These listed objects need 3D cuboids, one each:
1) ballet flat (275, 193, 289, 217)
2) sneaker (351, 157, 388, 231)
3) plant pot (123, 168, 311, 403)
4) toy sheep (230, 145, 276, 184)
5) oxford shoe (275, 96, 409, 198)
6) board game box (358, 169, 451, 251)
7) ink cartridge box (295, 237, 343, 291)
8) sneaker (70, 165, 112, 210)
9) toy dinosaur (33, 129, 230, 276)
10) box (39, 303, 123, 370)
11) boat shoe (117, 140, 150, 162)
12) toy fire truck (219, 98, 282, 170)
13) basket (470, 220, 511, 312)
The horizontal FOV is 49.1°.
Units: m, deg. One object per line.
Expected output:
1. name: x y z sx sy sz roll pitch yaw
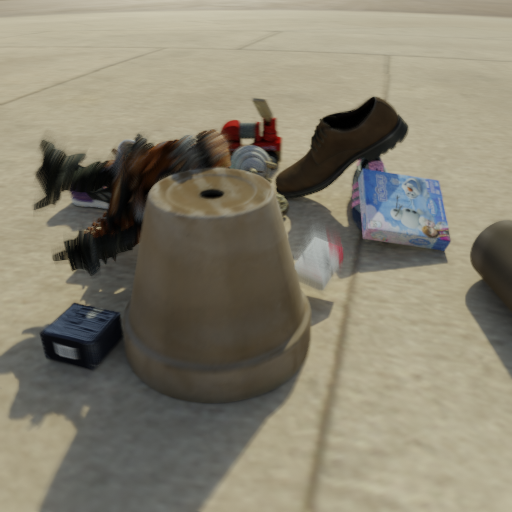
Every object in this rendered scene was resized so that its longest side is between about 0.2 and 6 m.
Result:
1. ballet flat: -0.203 -1.181 11.741 2.060 0.477 0.694 8 63 -22
2. sneaker: 2.511 -1.411 12.078 0.920 1.075 2.621 1 35 -2
3. plant pot: -0.590 0.201 7.954 2.842 2.466 2.842 -1 31 0
4. toy sheep: -0.118 -2.153 13.501 1.090 1.090 1.581 -5 16 -8
5. oxford shoe: 1.571 -2.443 12.403 3.265 1.378 1.186 -32 36 27
6. board game box: 2.926 -0.945 11.194 1.660 0.362 1.668 7 52 -5
7. ink cartridge box: 1.047 0.130 9.460 0.563 0.323 0.775 23 57 23
8. sneaker: -3.167 -1.554 12.395 2.164 0.948 0.820 3 41 7
9. toy dinosaur: -2.023 -0.826 9.369 2.698 3.975 2.030 -20 66 -41
10. box: -2.528 1.166 8.199 0.830 0.511 0.823 10 32 17
11. boat shoe: -1.445 -1.088 10.692 3.425 1.144 1.260 31 83 23
12. toy fire truck: -0.171 -3.233 14.438 1.682 1.910 1.229 2 29 3
13. basket: 4.488 0.280 9.025 1.761 1.329 1.954 -7 27 -10
